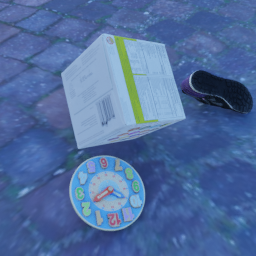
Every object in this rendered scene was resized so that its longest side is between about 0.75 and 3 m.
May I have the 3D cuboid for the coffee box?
[{"bbox_3d":[-0.127,-0.672,5.818,1.670,1.686,1.689,-8,79,-42],"label":"coffee box"}]

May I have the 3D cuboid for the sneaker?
[{"bbox_3d":[2.349,-0.919,7.461,1.976,0.865,0.748,23,77,-13],"label":"sneaker"}]

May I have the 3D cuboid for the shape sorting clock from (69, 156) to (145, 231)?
[{"bbox_3d":[-0.364,1.198,5.376,1.494,0.293,1.494,10,58,-17],"label":"shape sorting clock"}]
